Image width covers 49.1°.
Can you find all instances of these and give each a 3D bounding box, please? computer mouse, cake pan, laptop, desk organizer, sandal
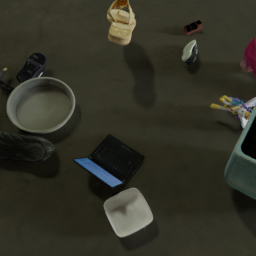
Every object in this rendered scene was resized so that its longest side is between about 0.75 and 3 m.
[{"bbox_3d":[-4.057,-2.100,10.779,1.431,0.469,2.038,21,71,8],"label":"computer mouse"},{"bbox_3d":[-3.000,-0.763,9.800,2.292,0.420,2.292,2,61,-4],"label":"cake pan"},{"bbox_3d":[-0.538,0.934,8.555,1.508,0.879,1.701,32,63,18],"label":"laptop"},{"bbox_3d":[2.859,-4.410,12.311,0.861,0.332,0.309,-27,61,-16],"label":"desk organizer"},{"bbox_3d":[-0.185,-4.157,10.176,1.136,1.019,3.099,8,41,-6],"label":"sandal"}]

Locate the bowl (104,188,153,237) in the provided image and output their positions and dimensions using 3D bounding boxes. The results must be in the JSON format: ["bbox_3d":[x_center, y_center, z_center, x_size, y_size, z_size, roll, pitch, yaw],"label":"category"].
[{"bbox_3d":[0.004,2.391,7.883,1.159,0.433,1.158,-23,60,-13],"label":"bowl"}]

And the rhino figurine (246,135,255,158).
[{"bbox_3d":[3.790,0.677,8.520,0.305,1.021,0.446,3,28,-10],"label":"rhino figurine"}]

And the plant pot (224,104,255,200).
[{"bbox_3d":[4.024,0.923,7.600,2.423,2.468,2.416,28,60,17],"label":"plant pot"}]

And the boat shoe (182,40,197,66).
[{"bbox_3d":[2.552,-3.050,11.387,0.445,0.558,1.476,44,50,-21],"label":"boat shoe"}]

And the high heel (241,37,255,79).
[{"bbox_3d":[5.245,-2.020,10.164,0.950,1.353,2.820,-17,59,-11],"label":"high heel"}]

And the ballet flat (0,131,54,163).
[{"bbox_3d":[-3.819,0.589,8.998,2.943,0.836,0.978,11,94,10],"label":"ballet flat"}]

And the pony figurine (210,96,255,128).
[{"bbox_3d":[3.747,-0.603,9.337,1.419,1.224,1.470,-2,25,-36],"label":"pony figurine"}]
